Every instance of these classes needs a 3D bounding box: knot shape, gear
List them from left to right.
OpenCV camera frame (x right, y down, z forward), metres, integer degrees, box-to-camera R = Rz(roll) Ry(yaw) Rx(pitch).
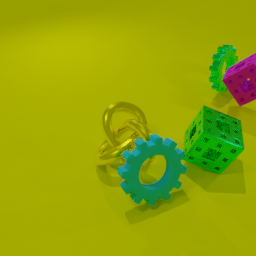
[{"bbox_3d":[0.003,0.275,6.692,1.633,0.806,1.745,24,85,35],"label":"knot shape"},{"bbox_3d":[0.529,0.891,5.907,1.481,1.481,0.274,-16,20,-18],"label":"gear"},{"bbox_3d":[3.107,-1.918,9.055,0.272,1.469,1.469,18,43,41],"label":"gear"}]

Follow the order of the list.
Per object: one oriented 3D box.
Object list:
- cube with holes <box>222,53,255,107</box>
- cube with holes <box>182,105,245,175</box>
[{"bbox_3d":[3.435,-1.385,7.982,0.944,0.944,0.944,52,41,-11],"label":"cube with holes"},{"bbox_3d":[2.025,0.289,6.769,1.011,1.011,1.011,22,43,-4],"label":"cube with holes"}]
